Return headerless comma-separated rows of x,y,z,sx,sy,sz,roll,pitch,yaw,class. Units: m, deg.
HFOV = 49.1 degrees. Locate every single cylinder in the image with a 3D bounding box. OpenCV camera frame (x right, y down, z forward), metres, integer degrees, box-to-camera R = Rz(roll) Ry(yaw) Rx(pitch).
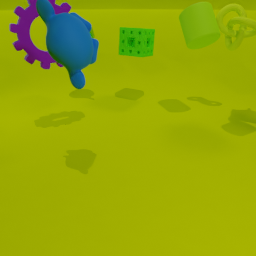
1.922,-2.733,7.553,0.904,0.904,0.904,-14,-7,-2,cylinder

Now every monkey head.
-0.953,-1.235,4.211,0.948,1.318,0.794,-13,19,32,monkey head

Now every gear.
-1.870,-2.196,6.502,1.592,1.592,0.294,-12,25,-24,gear

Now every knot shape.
3.109,-2.820,8.109,1.274,1.192,0.589,39,60,22,knot shape

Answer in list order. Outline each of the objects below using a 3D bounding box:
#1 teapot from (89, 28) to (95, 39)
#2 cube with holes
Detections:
-1.525,-2.927,9.147,1.093,0.861,1.758,-48,23,-12,teapot
0.296,-2.859,9.298,0.871,0.871,0.871,13,22,26,cube with holes
